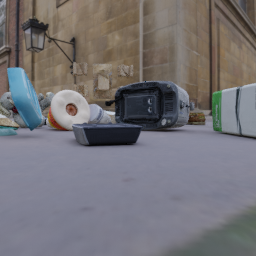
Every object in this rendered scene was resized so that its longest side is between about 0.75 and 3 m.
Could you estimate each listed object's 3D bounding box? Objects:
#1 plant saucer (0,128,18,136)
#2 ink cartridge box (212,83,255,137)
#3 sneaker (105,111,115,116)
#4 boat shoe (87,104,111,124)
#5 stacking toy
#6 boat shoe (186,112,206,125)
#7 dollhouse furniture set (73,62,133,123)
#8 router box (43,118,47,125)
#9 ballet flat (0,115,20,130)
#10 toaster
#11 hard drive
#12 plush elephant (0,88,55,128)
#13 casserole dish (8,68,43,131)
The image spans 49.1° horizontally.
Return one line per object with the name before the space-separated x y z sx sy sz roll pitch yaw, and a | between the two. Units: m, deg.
plant saucer | -3.288 0.100 7.143 0.890 0.160 0.890 0 3 0
ink cartridge box | 3.571 -0.413 6.775 2.112 1.197 2.881 0 3 -3
sneaker | -1.186 -0.555 15.765 2.296 0.807 0.920 6 -5 -12
boat shoe | -1.737 -0.344 10.562 2.716 0.963 0.948 -2 -26 40
stacking toy | -2.287 -0.354 9.598 1.375 1.375 1.882 -2 -16 -40
boat shoe | 3.372 -0.497 14.481 0.690 0.652 1.917 -1 3 -24
dollhouse furniture set | -1.174 -1.440 12.529 2.501 2.723 1.772 -1 2 -12
router box | -4.264 -0.337 14.336 1.005 0.344 1.347 0 3 3
ballet flat | -4.606 -0.259 9.153 1.983 0.647 0.699 0 -8 -27
toaster | 0.789 -0.676 9.492 2.731 1.552 1.764 -2 -3 32
hard drive | -0.473 0.082 5.345 1.140 0.358 1.690 -1 3 -16
plush elephant | -4.209 -0.909 11.017 2.122 1.748 1.643 -18 -48 36
casserole dish | -2.389 -0.739 6.567 0.353 1.103 1.820 -22 45 -7
